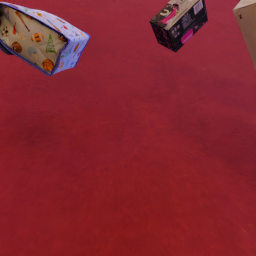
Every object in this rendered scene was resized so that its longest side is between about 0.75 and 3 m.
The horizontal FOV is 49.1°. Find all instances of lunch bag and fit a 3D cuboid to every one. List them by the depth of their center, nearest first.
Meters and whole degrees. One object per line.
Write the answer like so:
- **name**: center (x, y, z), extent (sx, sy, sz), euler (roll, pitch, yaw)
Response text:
- **lunch bag**: center (-2.316, -2.348, 7.112), extent (2.110, 1.307, 1.794), euler (32, 19, -4)

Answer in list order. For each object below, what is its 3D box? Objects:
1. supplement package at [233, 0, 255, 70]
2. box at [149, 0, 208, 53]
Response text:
- **supplement package**: center (3.999, -2.388, 6.092), extent (2.486, 1.936, 1.379), euler (2, 43, 51)
- **box**: center (1.614, -3.411, 8.873), extent (1.579, 1.044, 0.906), euler (-46, 53, -5)
